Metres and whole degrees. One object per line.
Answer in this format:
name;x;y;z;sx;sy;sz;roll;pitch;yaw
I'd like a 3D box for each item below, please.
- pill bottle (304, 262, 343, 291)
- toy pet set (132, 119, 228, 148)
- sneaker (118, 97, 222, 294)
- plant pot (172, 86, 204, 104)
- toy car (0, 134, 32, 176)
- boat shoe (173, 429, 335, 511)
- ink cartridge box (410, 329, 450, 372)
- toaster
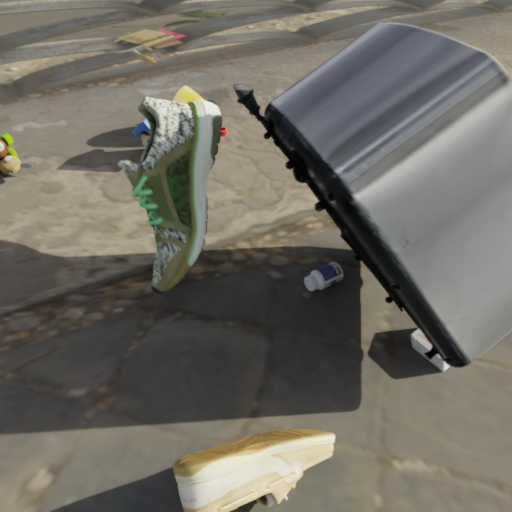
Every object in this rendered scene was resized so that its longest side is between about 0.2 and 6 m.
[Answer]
pill bottle;1.071;0.343;8.955;0.592;0.329;0.329;-23;44;-26
toy pet set;-1.901;-3.016;12.447;1.926;1.023;1.798;24;53;26
sneaker;-1.487;-0.996;8.503;1.371;3.094;1.190;10;-7;-27
plant pot;-1.475;-3.209;12.932;0.820;1.155;1.155;25;42;4
toy car;-5.166;-1.969;11.653;0.925;0.730;0.760;30;53;18
boat shoe;0.047;2.359;6.083;2.023;0.700;0.746;-1;-9;-34
ink cartridge box;2.656;1.115;7.802;0.815;0.341;0.591;-36;47;-15
toaster;1.876;-1.037;7.384;2.255;3.801;3.437;-37;29;8
